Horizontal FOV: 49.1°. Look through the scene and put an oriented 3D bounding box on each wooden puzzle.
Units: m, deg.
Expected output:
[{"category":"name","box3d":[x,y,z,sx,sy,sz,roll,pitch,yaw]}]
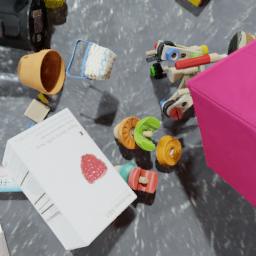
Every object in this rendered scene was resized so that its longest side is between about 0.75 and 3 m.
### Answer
[{"category":"wooden puzzle","box3d":[-2.753,-0.512,8.529,0.670,0.116,0.993,38,86,7]}]

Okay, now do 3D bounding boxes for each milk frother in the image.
[{"category":"milk frother","box3d":[-3.707,-3.576,7.469,2.567,2.463,2.729,6,99,0]}]

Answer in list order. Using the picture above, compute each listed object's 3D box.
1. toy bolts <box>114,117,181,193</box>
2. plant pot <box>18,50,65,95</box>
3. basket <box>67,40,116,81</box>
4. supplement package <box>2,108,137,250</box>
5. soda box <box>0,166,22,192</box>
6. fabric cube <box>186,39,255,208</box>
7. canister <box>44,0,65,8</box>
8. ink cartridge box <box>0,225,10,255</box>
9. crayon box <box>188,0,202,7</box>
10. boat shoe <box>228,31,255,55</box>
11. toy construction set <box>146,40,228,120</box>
[{"category":"toy bolts","box3d":[0.338,0.859,8.098,1.949,1.415,2.041,29,72,-38]},{"category":"plant pot","box3d":[-2.547,-1.630,8.113,0.896,1.281,1.281,8,85,17]},{"category":"basket","box3d":[-0.941,-1.652,7.052,1.117,0.777,0.985,18,91,13]},{"category":"supplement package","box3d":[-1.557,1.334,7.237,1.772,1.750,2.923,-36,86,-37]},{"category":"soda box","box3d":[-3.740,1.464,8.086,2.046,0.651,0.700,-1,86,1]},{"category":"fabric cube","box3d":[3.306,-0.005,5.473,2.862,2.852,2.807,-33,131,-8]},{"category":"canister","box3d":[-2.787,-5.075,8.421,1.847,1.076,2.487,3,84,0]},{"category":"ink cartridge box","box3d":[-4.117,3.841,7.813,1.375,0.810,2.388,-18,86,-1]},{"category":"crayon box","box3d":[2.081,-5.185,8.646,1.827,0.617,2.117,37,86,1]},{"category":"boat shoe","box3d":[3.474,-1.620,8.215,0.916,0.938,2.480,6,86,-2]},{"category":"toy construction set","box3d":[1.905,-1.485,7.469,2.065,2.688,2.242,-13,94,-6]}]
